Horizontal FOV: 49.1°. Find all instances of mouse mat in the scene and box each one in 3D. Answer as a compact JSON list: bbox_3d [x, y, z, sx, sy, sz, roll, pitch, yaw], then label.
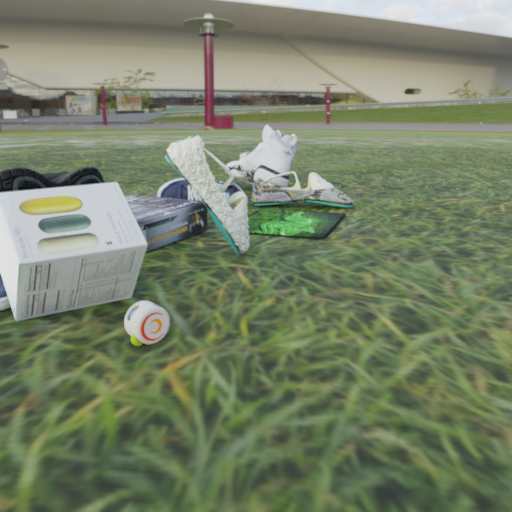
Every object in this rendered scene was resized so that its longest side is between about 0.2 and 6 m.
[{"bbox_3d":[0.715,-0.735,12.089,2.095,0.098,2.604,5,17,17],"label":"mouse mat"}]

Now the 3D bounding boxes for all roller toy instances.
[{"bbox_3d":[-1.208,0.729,6.188,0.477,0.435,0.333,-13,20,-39],"label":"roller toy"}]

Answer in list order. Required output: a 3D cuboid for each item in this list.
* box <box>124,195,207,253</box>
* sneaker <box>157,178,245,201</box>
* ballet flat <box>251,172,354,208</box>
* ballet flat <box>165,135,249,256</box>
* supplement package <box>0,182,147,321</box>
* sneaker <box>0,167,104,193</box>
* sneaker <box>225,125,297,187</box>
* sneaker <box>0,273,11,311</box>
[{"bbox_3d":[-2.448,-0.619,10.620,2.030,0.619,2.563,7,17,27],"label":"box"},{"bbox_3d":[-1.253,-1.469,13.504,2.071,0.726,1.123,-6,15,-31],"label":"sneaker"},{"bbox_3d":[1.130,-1.631,13.759,2.535,0.912,0.912,2,16,7],"label":"ballet flat"},{"bbox_3d":[-0.577,-0.977,9.084,0.811,2.260,0.811,-26,31,17],"label":"ballet flat"},{"bbox_3d":[-2.355,-0.088,7.027,1.500,1.130,1.138,-11,55,-33],"label":"supplement package"},{"bbox_3d":[-4.905,-1.264,12.358,1.527,1.277,3.364,-3,6,28],"label":"sneaker"},{"bbox_3d":[0.196,-2.801,15.977,1.041,1.593,2.771,21,1,-34],"label":"sneaker"},{"bbox_3d":[-4.195,-0.038,7.262,2.529,1.069,0.948,16,17,8],"label":"sneaker"}]
